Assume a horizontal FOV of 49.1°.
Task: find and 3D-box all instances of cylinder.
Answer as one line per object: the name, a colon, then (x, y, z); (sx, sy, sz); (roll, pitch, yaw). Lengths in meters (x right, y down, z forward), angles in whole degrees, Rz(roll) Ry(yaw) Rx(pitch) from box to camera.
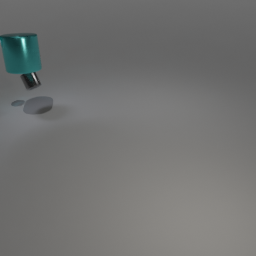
cylinder: (-4.359, -2.129, 12.585); (0.700, 0.700, 0.700); (-24, 7, 3)
cylinder: (-4.253, -2.998, 11.185); (1.400, 1.400, 1.400); (-1, 25, 0)
